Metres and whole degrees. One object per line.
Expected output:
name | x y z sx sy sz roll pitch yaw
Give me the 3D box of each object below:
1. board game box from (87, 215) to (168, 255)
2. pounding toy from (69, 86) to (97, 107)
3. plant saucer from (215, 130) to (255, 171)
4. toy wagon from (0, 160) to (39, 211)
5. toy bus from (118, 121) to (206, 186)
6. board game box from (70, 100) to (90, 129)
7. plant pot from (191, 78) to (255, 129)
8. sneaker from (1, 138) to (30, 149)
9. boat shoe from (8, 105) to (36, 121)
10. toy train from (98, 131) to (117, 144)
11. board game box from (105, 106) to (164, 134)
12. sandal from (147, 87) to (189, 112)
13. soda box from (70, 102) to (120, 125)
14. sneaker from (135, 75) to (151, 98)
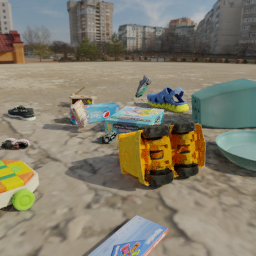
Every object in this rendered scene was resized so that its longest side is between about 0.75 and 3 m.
board game box | 0.037 2.046 4.923 0.744 0.140 1.444 11 20 35
pounding toy | -2.620 -1.734 15.513 1.929 1.106 1.103 10 16 31
plant saucer | 4.135 0.730 8.558 2.869 0.516 2.869 -1 17 0
toy wagon | -3.464 1.432 6.225 2.745 0.543 2.129 -14 22 -38
toy bus | 0.741 0.621 7.794 2.179 1.479 2.092 -8 3 -31
board game box | -1.906 -0.556 11.304 0.215 0.930 0.705 -11 26 23
plant pot | 4.159 -0.985 12.113 2.581 1.823 1.824 -8 18 -3
sneaker | -3.787 0.553 9.407 0.902 0.362 0.389 -7 20 -17
boat shoe | -5.099 -0.802 13.384 1.931 0.582 0.730 11 20 31
toy train | -0.721 0.334 10.172 0.481 0.360 0.844 -3 15 22
board game box | 0.357 -0.332 11.888 1.850 0.575 2.451 6 18 19
sandal | 2.137 -1.673 15.196 1.117 1.223 2.809 -17 22 -38
soda box | -1.499 -0.690 12.833 2.170 0.696 0.736 -8 19 -26
sneaker | 0.474 -1.447 9.803 0.353 0.805 0.300 43 10 35
